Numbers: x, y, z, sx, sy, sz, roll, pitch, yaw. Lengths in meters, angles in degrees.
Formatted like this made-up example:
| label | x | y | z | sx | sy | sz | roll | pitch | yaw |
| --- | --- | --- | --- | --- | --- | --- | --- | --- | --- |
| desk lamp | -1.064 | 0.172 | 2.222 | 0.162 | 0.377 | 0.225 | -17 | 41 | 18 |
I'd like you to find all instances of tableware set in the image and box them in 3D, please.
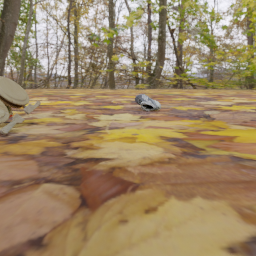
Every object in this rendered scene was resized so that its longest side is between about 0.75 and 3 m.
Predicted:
| label | x | y | z | sx | sy | sz | roll | pitch | yaw |
| --- | --- | --- | --- | --- | --- | --- | --- | --- | --- |
| tableware set | -4.027 | -0.777 | 8.579 | 1.973 | 0.598 | 2.985 | 41 | 18 | -12 |

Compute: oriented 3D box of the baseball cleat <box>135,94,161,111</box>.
| label | x | y | z | sx | sy | sz | roll | pitch | yaw |
| --- | --- | --- | --- | --- | --- | --- | --- | --- | --- |
| baseball cleat | 0.790 | -1.269 | 13.755 | 0.932 | 0.611 | 1.751 | -10 | 23 | -42 |

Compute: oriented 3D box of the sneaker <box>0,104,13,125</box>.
| label | x | y | z | sx | sy | sz | roll | pitch | yaw |
| --- | --- | --- | --- | --- | --- | --- | --- | --- | --- |
| sneaker | -4.114 | -0.488 | 9.337 | 0.518 | 0.688 | 1.472 | -28 | 45 | 10 |
